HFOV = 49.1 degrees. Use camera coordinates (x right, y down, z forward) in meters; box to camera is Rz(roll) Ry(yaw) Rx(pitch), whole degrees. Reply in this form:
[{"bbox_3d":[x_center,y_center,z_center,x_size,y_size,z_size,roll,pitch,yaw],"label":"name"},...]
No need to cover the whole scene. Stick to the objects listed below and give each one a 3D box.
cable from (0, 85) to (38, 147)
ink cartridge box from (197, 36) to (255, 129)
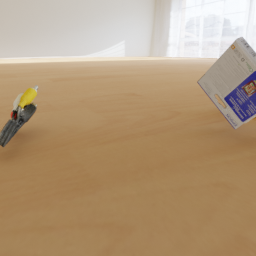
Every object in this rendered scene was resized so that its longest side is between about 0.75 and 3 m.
[{"bbox_3d":[-2.634,-0.186,6.335,0.583,1.126,2.319,38,21,-14],"label":"cable"},{"bbox_3d":[2.743,-1.038,6.946,0.402,1.688,1.709,-29,-12,-26],"label":"ink cartridge box"}]
